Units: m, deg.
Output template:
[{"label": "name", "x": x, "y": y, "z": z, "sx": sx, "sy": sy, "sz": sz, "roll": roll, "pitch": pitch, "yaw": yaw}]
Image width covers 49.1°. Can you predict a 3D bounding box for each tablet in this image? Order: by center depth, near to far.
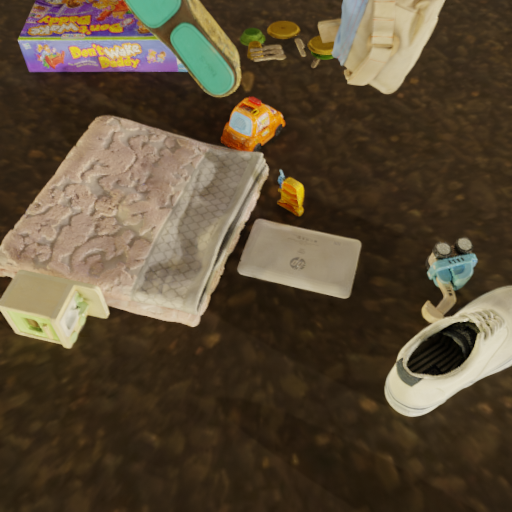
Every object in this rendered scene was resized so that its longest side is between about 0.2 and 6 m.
[{"label": "tablet", "x": 0.752, "y": 0.011, "z": 9.566, "sx": 1.917, "sy": 0.131, "sz": 1.247, "roll": 13, "pitch": 54, "yaw": 10}]

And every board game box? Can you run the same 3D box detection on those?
[{"label": "board game box", "x": -3.322, "y": -5.435, "z": 13.241, "sx": 3.750, "sy": 0.840, "sz": 2.521, "roll": -1, "pitch": 53, "yaw": 0}]

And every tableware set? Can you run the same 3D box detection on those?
[{"label": "tableware set", "x": 0.940, "y": -5.034, "z": 13.279, "sx": 2.528, "sy": 0.388, "sz": 1.703, "roll": -10, "pitch": 51, "yaw": -6}]

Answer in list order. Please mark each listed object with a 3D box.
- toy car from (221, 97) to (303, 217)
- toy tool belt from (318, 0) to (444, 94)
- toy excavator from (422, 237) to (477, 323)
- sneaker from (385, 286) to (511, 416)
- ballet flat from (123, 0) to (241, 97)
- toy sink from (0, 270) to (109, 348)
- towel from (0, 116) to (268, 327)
[{"label": "toy car", "x": 0.432, "y": -2.137, "z": 10.691, "sx": 1.375, "sy": 0.933, "sz": 2.802, "roll": -29, "pitch": 57, "yaw": -20}, {"label": "toy tool belt", "x": 1.924, "y": -4.067, "z": 8.935, "sx": 1.886, "sy": 3.069, "sz": 1.916, "roll": 30, "pitch": 76, "yaw": 8}, {"label": "toy excavator", "x": 3.104, "y": 0.410, "z": 9.041, "sx": 1.153, "sy": 0.593, "sz": 1.186, "roll": -12, "pitch": 63, "yaw": -8}, {"label": "sneaker", "x": 3.130, "y": 1.231, "z": 8.056, "sx": 2.946, "sy": 1.043, "sz": 1.076, "roll": -32, "pitch": 59, "yaw": -22}, {"label": "ballet flat", "x": -1.133, "y": -3.510, "z": 8.154, "sx": 0.930, "sy": 2.632, "sz": 0.930, "roll": -33, "pitch": 26, "yaw": 19}, {"label": "toy sink", "x": -3.036, "y": 0.849, "z": 8.476, "sx": 1.311, "sy": 0.854, "sz": 0.734, "roll": 11, "pitch": 54, "yaw": 7}, {"label": "towel", "x": -2.054, "y": -0.848, "z": 9.911, "sx": 3.724, "sy": 0.629, "sz": 3.899, "roll": 14, "pitch": 53, "yaw": 11}]
